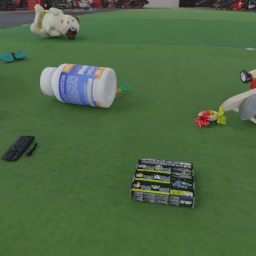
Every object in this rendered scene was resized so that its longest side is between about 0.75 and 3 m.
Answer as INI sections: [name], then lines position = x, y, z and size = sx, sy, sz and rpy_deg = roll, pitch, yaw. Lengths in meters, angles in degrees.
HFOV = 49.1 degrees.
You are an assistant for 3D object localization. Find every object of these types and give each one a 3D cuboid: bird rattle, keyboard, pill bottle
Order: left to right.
[keyboard]
position = -2.578, 0.480, 6.884
size = 0.669, 0.108, 1.053
rpy_deg = 5, 31, 6
[pill bottle]
position = -1.649, -1.438, 9.270
size = 2.306, 1.292, 1.292
rpy_deg = 9, 29, 14
[bird rattle]
position = 2.383, -0.308, 8.240
size = 0.949, 0.535, 0.774
rpy_deg = -16, 18, -3

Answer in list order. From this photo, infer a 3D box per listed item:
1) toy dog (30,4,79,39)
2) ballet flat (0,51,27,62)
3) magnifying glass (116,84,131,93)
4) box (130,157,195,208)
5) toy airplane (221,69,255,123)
[toy dog]
position = -4.974, -7.269, 20.086
size = 2.988, 2.085, 2.897
rpy_deg = 10, -13, 20
[ballet flat]
position = -6.005, -3.679, 14.595
size = 1.457, 0.541, 0.541
rpy_deg = -16, 32, -32
[magnifying glass]
position = -0.228, -1.402, 10.192
size = 0.352, 0.099, 0.885
rpy_deg = 42, 42, 20
[box]
position = 0.720, 1.051, 5.645
size = 1.199, 0.285, 1.158
rpy_deg = 5, 30, 8
[toy airplane]
position = 4.461, -1.104, 7.851
size = 2.916, 2.058, 2.903
rpy_deg = -20, -4, 41
